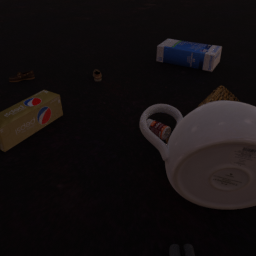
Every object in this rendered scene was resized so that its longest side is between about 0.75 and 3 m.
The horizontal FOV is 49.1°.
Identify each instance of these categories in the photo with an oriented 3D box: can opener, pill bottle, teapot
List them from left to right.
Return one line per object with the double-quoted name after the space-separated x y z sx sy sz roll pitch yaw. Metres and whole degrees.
0.938 0.026 9.037 0.802 0.458 0.458 27 43 33 "pill bottle"
1.042 2.813 4.742 0.535 0.671 2.006 -2 34 2 "can opener"
2.131 0.363 6.461 2.807 2.844 2.077 -24 36 28 "teapot"

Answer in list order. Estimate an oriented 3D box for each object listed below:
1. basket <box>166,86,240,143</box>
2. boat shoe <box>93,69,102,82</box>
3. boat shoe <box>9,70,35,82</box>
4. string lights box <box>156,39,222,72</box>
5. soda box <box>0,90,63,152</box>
2.617 0.050 8.789 1.611 1.682 2.258 45 45 4 "basket"
-1.393 -2.485 12.796 0.400 0.379 1.056 -7 35 -11 "boat shoe"
-4.802 -2.355 12.610 1.108 0.389 0.390 -16 40 -21 "boat shoe"
3.087 -3.771 14.245 2.924 0.862 1.502 17 38 24 "string lights box"
-3.348 -0.323 9.186 0.816 0.864 2.550 19 39 26 "soda box"
